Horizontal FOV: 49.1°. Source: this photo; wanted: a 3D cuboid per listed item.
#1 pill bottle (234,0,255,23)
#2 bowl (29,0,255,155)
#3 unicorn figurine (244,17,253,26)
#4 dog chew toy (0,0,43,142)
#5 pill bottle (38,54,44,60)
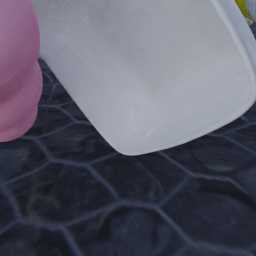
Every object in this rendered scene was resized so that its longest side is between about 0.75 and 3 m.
[{"bbox_3d":[1.674,-1.435,3.010,0.727,0.727,1.394,-1,32,-2],"label":"pill bottle"},{"bbox_3d":[0.089,-1.133,3.553,1.025,2.741,2.745,-42,8,-34],"label":"bowl"},{"bbox_3d":[2.772,-3.226,7.184,2.205,0.814,1.514,-2,52,-46],"label":"unicorn figurine"},{"bbox_3d":[-1.663,-0.620,3.183,1.498,2.406,1.498,2,63,-4],"label":"dog chew toy"},{"bbox_3d":[-2.912,-2.797,6.528,2.970,1.648,1.648,19,33,-10],"label":"pill bottle"}]
